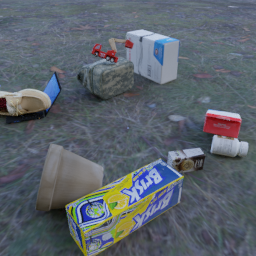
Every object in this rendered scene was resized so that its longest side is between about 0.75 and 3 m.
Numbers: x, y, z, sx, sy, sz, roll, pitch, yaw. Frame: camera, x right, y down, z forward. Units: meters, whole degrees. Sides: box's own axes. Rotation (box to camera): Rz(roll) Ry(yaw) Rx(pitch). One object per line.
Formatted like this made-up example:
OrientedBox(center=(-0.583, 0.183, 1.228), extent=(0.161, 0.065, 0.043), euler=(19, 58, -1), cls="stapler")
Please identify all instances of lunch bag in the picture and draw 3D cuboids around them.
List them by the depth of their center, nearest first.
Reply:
OrientedBox(center=(-0.942, -2.271, 11.998), extent=(1.713, 1.423, 2.043), euler=(29, 43, 34), cls="lunch bag")

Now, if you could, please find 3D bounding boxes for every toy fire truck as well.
OrientedBox(center=(-0.604, -3.118, 10.987), extent=(1.456, 1.027, 0.355), euler=(19, 6, -8), cls="toy fire truck")

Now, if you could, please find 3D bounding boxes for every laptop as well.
OrientedBox(center=(-3.639, -1.217, 10.686), extent=(2.105, 1.087, 1.866), euler=(-10, 33, -16), cls="laptop")

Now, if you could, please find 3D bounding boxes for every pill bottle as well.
OrientedBox(center=(3.027, 0.562, 8.382), extent=(0.983, 0.562, 0.562), euler=(10, 34, 14), cls="pill bottle")

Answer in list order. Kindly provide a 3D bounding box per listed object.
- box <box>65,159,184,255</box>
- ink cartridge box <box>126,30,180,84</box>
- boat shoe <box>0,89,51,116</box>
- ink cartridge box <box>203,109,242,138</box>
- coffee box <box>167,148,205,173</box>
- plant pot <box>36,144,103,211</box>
OrientedBox(center=(0.013, 1.697, 6.273), extent=(2.628, 0.921, 0.845), euler=(-22, 39, -30), cls="box")
OrientedBox(center=(1.111, -3.489, 13.478), extent=(1.104, 1.896, 2.622), euler=(-23, 39, -31), cls="ink cartridge box")
OrientedBox(center=(-4.054, -0.813, 10.096), extent=(2.584, 0.953, 0.894), euler=(0, 33, 17), cls="boat shoe")
OrientedBox(center=(2.981, -0.151, 8.895), extent=(1.046, 0.605, 1.801), euler=(11, 12, 18), cls="ink cartridge box")
OrientedBox(center=(1.620, 0.922, 7.848), extent=(0.951, 0.537, 0.380), euler=(-7, 34, -10), cls="coffee box")
OrientedBox(center=(-1.341, 1.261, 6.660), extent=(1.349, 1.555, 1.555), euler=(13, 31, -11), cls="plant pot")
